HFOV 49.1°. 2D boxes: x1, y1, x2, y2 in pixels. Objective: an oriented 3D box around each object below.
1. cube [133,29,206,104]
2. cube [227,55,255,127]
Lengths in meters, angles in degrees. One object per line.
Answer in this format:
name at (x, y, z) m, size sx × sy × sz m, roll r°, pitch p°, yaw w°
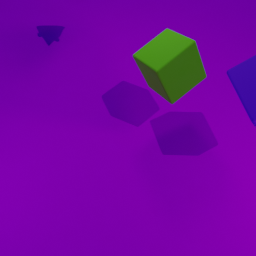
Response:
cube at (1.059, -1.576, 7.129) m, size 1.176 × 1.176 × 1.176 m, roll -39°, pitch 43°, yaw -3°
cube at (3.023, -0.765, 5.801) m, size 1.264 × 1.264 × 1.264 m, roll -28°, pitch 61°, yaw 24°
